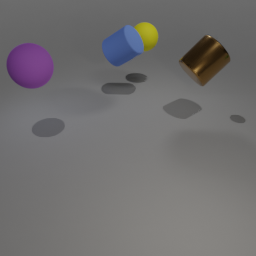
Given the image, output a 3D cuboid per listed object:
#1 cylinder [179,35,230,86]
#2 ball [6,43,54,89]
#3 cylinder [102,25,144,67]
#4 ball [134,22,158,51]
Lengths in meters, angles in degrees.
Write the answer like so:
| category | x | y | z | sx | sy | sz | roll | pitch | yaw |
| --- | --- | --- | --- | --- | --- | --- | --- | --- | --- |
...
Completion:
| category | x | y | z | sx | sy | sz | roll | pitch | yaw |
| --- | --- | --- | --- | --- | --- | --- | --- | --- | --- |
| cylinder | 2.927 | -2.573 | 10.789 | 1.400 | 1.400 | 1.400 | -44 | 36 | 8 |
| ball | -3.057 | -1.942 | 8.799 | 1.400 | 1.400 | 1.400 | 0 | 32 | 0 |
| cylinder | -0.233 | -3.749 | 12.866 | 1.400 | 1.400 | 1.400 | -21 | 18 | 35 |
| ball | 0.825 | -4.599 | 14.180 | 1.400 | 1.400 | 1.400 | 0 | 32 | 0 |
